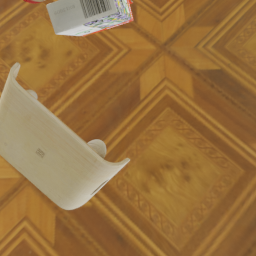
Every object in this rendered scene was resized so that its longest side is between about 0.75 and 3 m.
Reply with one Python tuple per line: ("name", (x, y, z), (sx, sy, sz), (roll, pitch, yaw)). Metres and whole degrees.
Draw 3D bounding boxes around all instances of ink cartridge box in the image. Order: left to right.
("ink cartridge box", (-0.669, -2.709, 6.734), (1.424, 2.614, 0.658), (-12, 103, 15))

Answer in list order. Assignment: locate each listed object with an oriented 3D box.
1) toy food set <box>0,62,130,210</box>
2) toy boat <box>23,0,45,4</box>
("toy food set", (-1.452, 0.279, 5.425), (2.632, 1.888, 0.795), (42, 39, -1))
("toy boat", (-2.526, -3.940, 7.111), (1.170, 1.169, 1.791), (-10, 56, 27))
